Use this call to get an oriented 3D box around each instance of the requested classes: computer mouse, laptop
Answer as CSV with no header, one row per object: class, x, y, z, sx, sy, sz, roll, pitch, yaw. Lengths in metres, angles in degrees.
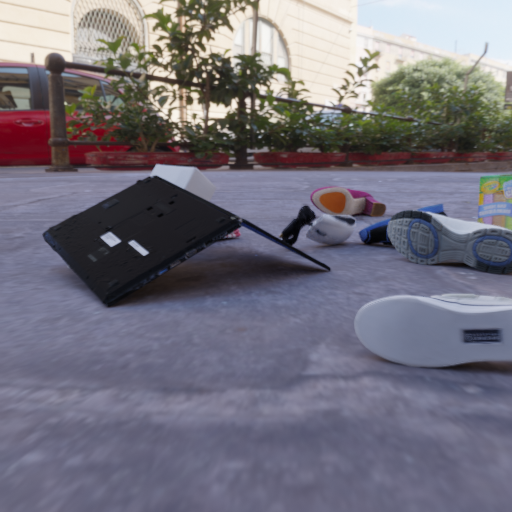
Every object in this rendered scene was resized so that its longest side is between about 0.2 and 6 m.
computer mouse,1.385,-0.511,11.209,1.919,1.052,0.421,0,51,-40
laptop,-1.173,-0.087,9.164,3.437,1.775,3.046,-33,34,-22

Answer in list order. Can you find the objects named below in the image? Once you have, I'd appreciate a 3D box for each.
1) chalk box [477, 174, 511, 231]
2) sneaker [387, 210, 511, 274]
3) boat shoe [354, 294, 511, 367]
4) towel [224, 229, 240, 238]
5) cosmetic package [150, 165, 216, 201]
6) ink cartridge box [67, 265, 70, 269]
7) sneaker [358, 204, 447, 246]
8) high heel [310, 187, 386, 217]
chalk box,4.862,-1.001,10.513,1.066,1.723,1.072,3,0,42
sneaker,3.468,-0.239,9.712,2.453,0.914,1.068,19,17,35
boat shoe,1.873,0.643,5.257,1.829,0.658,0.601,-5,3,17
towel,-1.528,-0.449,12.157,1.476,0.302,2.017,12,17,42
cosmetic package,-1.663,-1.100,11.212,1.230,1.226,0.756,12,-20,42
ink cartridge box,-2.703,-0.117,9.475,0.597,0.600,0.818,7,14,28
sneaker,2.897,-0.409,11.080,0.692,0.769,1.974,-11,-6,-41
high heel,2.431,-1.652,16.267,2.709,0.912,1.300,-1,20,-31
